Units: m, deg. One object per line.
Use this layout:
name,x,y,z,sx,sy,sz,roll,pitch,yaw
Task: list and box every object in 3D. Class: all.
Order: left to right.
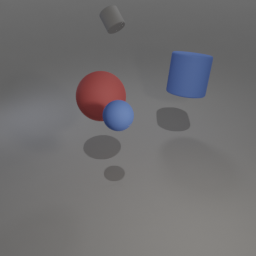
ball,-0.754,-0.886,7.850,1.400,1.400,1.400,0,31,0
cylinder,-0.556,-3.842,9.944,0.700,0.700,0.700,-27,-4,-2
ball,-0.219,-0.277,6.274,0.700,0.700,0.700,0,31,0
cylinder,2.138,-1.890,9.825,1.400,1.400,1.400,6,20,-2
